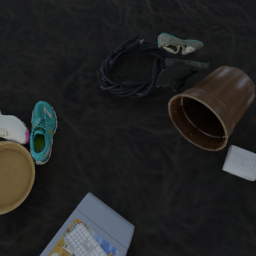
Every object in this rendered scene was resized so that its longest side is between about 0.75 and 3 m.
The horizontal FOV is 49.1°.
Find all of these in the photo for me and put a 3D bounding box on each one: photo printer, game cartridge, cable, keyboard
[{"bbox_3d":[3.656,1.123,8.882,1.074,0.373,0.894,21,70,8],"label":"photo printer"},{"bbox_3d":[-1.237,3.591,7.828,1.985,0.619,2.981,32,72,16],"label":"game cartridge"},{"bbox_3d":[0.194,-2.033,10.067,2.713,0.689,2.213,-41,79,-17],"label":"cable"},{"bbox_3d":[-0.782,3.646,7.461,0.645,0.122,2.291,-39,74,-14],"label":"keyboard"}]

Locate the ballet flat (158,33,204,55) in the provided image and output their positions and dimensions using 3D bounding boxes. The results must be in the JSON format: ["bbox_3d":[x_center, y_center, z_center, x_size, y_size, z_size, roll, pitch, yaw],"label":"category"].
[{"bbox_3d":[1.886,-2.921,10.078,1.806,0.609,0.575,7,85,-20],"label":"ballet flat"}]

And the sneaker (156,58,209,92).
[{"bbox_3d":[1.645,-1.613,8.706,0.602,2.005,1.046,-8,109,-34],"label":"sneaker"}]

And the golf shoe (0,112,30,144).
[{"bbox_3d":[-4.223,-0.049,8.916,2.379,0.896,1.089,28,33,16],"label":"golf shoe"}]

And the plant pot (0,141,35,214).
[{"bbox_3d":[-3.843,1.508,8.603,2.229,0.306,2.229,-3,72,9],"label":"plant pot"}]

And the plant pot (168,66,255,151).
[{"bbox_3d":[2.743,-0.757,8.849,2.121,2.121,2.100,41,66,15],"label":"plant pot"}]

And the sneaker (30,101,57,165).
[{"bbox_3d":[-2.741,0.079,9.013,0.839,0.862,2.164,-1,68,-10],"label":"sneaker"}]
